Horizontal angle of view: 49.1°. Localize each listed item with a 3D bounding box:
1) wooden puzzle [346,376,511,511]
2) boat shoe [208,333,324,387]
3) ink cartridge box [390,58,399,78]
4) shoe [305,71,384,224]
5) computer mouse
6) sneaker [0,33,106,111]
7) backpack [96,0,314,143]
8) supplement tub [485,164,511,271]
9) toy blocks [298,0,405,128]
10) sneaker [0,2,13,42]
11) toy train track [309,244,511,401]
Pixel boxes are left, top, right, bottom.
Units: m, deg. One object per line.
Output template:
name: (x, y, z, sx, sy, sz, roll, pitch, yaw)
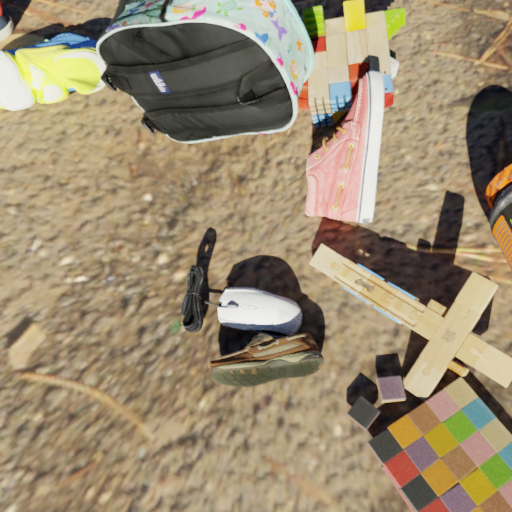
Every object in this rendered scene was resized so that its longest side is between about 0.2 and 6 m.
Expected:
wooden puzzle: (2.945, 3.056, 8.274, 1.920, 0.227, 3.238, -28, 62, -16)
boat shoe: (0.140, 1.625, 8.974, 1.823, 0.690, 0.673, -4, 52, -12)
ink cartridge box: (2.688, -4.187, 12.748, 0.930, 0.386, 0.681, -39, 66, -22)
shoe: (1.639, -2.090, 10.570, 1.315, 1.033, 2.890, 5, 88, 7)
computer mouse: (-0.246, 0.847, 9.439, 2.072, 0.455, 1.136, 9, 71, 5)
sneaker: (-4.762, -4.143, 12.451, 3.311, 1.254, 1.739, -1, 38, 1)
backpack: (-0.687, -3.707, 10.406, 3.477, 3.086, 2.617, 9, 64, 34)
supplement tub: (5.152, -0.149, 9.335, 1.845, 1.845, 3.011, -10, 59, -6)
toy blocks: (1.556, -3.839, 11.936, 3.336, 1.667, 2.280, -5, 68, 12)
sneaker: (-6.810, -5.098, 12.868, 1.031, 1.162, 2.749, 18, 60, 11)
toy train track: (2.541, 0.921, 9.357, 3.713, 0.604, 2.130, 33, 94, 27)
